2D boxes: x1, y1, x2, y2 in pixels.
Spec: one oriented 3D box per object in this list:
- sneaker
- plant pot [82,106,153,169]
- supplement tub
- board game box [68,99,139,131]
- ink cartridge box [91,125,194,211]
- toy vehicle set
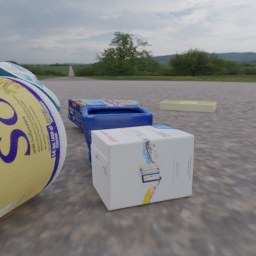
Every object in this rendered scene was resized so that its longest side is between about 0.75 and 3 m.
[{"bbox_3d":[-2.959,-1.233,8.360,2.349,0.899,0.949,35,27,-1],"label":"sneaker"},{"bbox_3d":[-0.215,0.167,4.813,1.109,0.997,1.109,-2,12,-9],"label":"plant pot"},{"bbox_3d":[-1.801,0.307,2.719,1.571,1.571,2.161,4,13,20],"label":"supplement tub"},{"bbox_3d":[-0.344,-0.356,7.682,2.065,0.637,2.067,-5,17,-28],"label":"board game box"},{"bbox_3d":[0.156,0.462,3.753,1.156,0.836,0.851,-4,12,-20],"label":"ink cartridge box"},{"bbox_3d":[2.620,-0.975,12.111,2.247,0.298,1.396,5,12,22],"label":"toy vehicle set"}]
